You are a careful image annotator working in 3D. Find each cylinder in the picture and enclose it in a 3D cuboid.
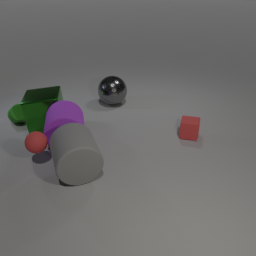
[{"bbox_3d":[-4.597,-0.605,11.688,0.700,0.700,0.700,-20,4,-33],"label":"cylinder"},{"bbox_3d":[-2.290,-0.096,10.166,1.400,1.400,1.400,-5,30,-9],"label":"cylinder"},{"bbox_3d":[-1.595,0.773,8.542,1.400,1.400,1.400,-10,35,-18],"label":"cylinder"}]

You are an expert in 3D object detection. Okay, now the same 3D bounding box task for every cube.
[{"bbox_3d":[-3.338,-0.732,11.284,1.400,1.400,1.400,-8,30,-4],"label":"cube"},{"bbox_3d":[2.388,-0.002,10.812,0.700,0.700,0.700,7,28,14],"label":"cube"}]

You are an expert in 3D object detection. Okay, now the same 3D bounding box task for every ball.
[{"bbox_3d":[-2.912,0.459,8.889,0.700,0.700,0.700,0,28,0],"label":"ball"},{"bbox_3d":[-0.744,-1.790,13.401,1.400,1.400,1.400,0,28,0],"label":"ball"}]
